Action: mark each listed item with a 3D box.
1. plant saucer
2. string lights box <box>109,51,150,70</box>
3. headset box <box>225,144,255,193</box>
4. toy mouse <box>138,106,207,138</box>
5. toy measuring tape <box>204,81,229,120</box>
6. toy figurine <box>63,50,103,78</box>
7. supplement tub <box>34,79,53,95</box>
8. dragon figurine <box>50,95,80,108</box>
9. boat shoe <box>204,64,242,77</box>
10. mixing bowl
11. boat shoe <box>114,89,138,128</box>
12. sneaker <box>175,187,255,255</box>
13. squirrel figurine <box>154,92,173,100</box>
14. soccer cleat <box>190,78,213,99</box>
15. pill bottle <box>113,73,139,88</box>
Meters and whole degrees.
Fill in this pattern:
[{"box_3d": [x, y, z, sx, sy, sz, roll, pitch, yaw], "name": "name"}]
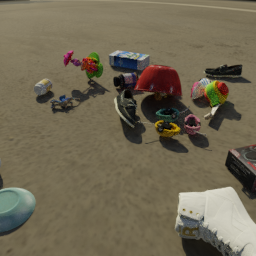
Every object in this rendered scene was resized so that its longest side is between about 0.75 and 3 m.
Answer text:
[{"box_3d": [-3.225, 2.014, 7.307, 1.529, 0.294, 1.529, -1, 32, 0], "name": "plant saucer"}, {"box_3d": [0.072, -4.067, 16.804, 2.199, 0.648, 1.130, 15, 35, 23], "name": "string lights box"}, {"box_3d": [3.902, 1.130, 8.372, 1.734, 0.670, 1.291, -8, 33, -16], "name": "headset box"}, {"box_3d": [1.933, -0.229, 10.720, 2.450, 0.474, 2.178, 17, 36, 23], "name": "toy mouse"}, {"box_3d": [3.638, -1.341, 12.033, 1.041, 1.041, 2.830, 17, 36, 26], "name": "toy measuring tape"}, {"box_3d": [-2.434, -3.305, 14.396, 1.722, 1.405, 1.871, 4, 29, -39], "name": "toy figurine"}, {"box_3d": [-4.079, -1.963, 13.461, 0.591, 0.591, 0.813, 10, 33, 16], "name": "supplement tub"}, {"box_3d": [-2.801, -1.210, 12.417, 0.684, 0.405, 1.376, 22, 39, 31], "name": "dragon figurine"}, {"box_3d": [5.226, -3.208, 15.414, 2.050, 0.693, 0.736, 1, 33, 5], "name": "boat shoe"}, {"box_3d": [1.428, -2.129, 12.413, 2.174, 1.177, 2.174, 8, 7, -1], "name": "mixing bowl"}, {"box_3d": [-0.004, -0.846, 11.232, 0.781, 0.829, 2.310, -41, 31, 15], "name": "boat shoe"}, {"box_3d": [1.899, 2.408, 6.060, 1.686, 1.075, 2.917, -3, 22, -2], "name": "sneaker"}, {"box_3d": [1.429, -1.873, 12.798, 0.821, 1.160, 1.082, -25, 10, 4], "name": "squirrel figurine"}, {"box_3d": [3.574, -1.881, 13.247, 0.839, 0.679, 1.944, 17, 36, 24], "name": "soccer cleat"}, {"box_3d": [-0.104, -2.392, 14.085, 1.197, 0.669, 0.669, -11, 33, -16], "name": "pill bottle"}]
